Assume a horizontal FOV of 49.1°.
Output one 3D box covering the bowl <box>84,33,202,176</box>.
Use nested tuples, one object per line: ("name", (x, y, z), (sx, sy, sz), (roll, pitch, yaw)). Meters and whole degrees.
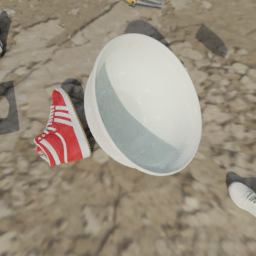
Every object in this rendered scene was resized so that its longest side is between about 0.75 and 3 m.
("bowl", (0.142, -0.335, 5.232), (2.555, 1.148, 2.555), (13, 70, -37))

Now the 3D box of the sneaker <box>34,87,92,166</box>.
("sneaker", (-1.965, -0.061, 7.432), (1.302, 0.824, 2.314), (-20, 61, -16))

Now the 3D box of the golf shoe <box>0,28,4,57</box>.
("golf shoe", (-4.694, -3.099, 9.371), (0.744, 0.904, 1.913), (-16, 60, -11))

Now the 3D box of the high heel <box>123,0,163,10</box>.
("high heel", (0.626, -5.693, 11.054), (1.640, 0.821, 2.300), (8, 66, -2))

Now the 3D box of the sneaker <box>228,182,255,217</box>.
("sneaker", (2.990, 1.780, 6.362), (0.550, 0.626, 1.563), (-33, 61, -18))

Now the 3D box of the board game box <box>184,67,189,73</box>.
("board game box", (1.108, -1.645, 8.562), (1.240, 0.650, 0.639), (27, 61, 17))
